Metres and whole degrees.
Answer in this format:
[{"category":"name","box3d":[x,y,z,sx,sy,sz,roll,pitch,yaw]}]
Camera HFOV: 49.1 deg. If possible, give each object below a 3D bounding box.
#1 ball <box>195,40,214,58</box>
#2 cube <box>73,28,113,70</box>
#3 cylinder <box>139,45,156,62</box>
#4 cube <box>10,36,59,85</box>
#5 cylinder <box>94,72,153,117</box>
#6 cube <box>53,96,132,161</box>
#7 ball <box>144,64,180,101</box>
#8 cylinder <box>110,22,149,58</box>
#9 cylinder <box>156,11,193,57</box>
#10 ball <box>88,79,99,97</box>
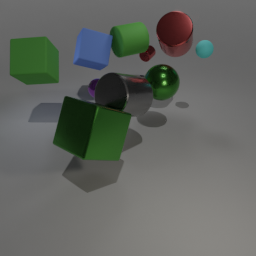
[{"category":"ball","box3d":[3.052,-3.143,11.180,0.700,0.700,0.700,0,31,0]},{"category":"cube","box3d":[-1.662,-3.614,13.038,1.400,1.400,1.400,9,-1,-20]},{"category":"cylinder","box3d":[1.097,-4.198,15.789,0.700,0.700,0.700,18,47,27]},{"category":"cube","box3d":[-3.565,-2.548,10.819,1.400,1.400,1.400,-3,-6,5]},{"category":"cylinder","box3d":[-0.128,-1.045,9.107,1.400,1.400,1.400,24,19,34]},{"category":"cube","box3d":[-0.990,0.027,7.790,1.400,1.400,1.400,19,6,39]},{"category":"ball","box3d":[1.305,-1.771,10.897,1.400,1.400,1.400,0,31,0]},{"category":"cylinder","box3d":[0.054,-4.120,13.079,1.400,1.400,1.400,-19,36,-24]},{"category":"cylinder","box3d":[1.913,-3.750,11.329,1.400,1.400,1.400,8,-1,13]},{"category":"ball","box3d":[-1.073,-1.402,9.946,0.700,0.700,0.700,0,31,0]}]
